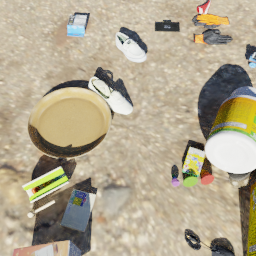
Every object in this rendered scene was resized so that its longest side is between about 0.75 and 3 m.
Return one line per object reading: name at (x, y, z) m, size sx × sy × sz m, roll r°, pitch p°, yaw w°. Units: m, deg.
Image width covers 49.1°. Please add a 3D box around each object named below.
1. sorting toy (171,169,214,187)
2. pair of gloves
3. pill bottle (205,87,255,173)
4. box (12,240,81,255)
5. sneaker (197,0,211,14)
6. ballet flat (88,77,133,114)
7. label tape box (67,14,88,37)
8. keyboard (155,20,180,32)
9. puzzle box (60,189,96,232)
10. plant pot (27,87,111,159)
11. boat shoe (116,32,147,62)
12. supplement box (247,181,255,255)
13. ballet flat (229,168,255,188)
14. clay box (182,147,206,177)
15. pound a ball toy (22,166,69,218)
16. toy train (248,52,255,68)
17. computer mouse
sorting toy at (2.011, 1.538, 8.898) m, size 1.363 × 0.473 × 0.470 m, roll -5°, pitch 41°, yaw -5°
pair of gloves at (3.749, -4.406, 12.479) m, size 1.700 × 0.236 × 1.908 m, roll 3°, pitch 60°, yaw 2°
pill bottle at (3.601, -0.085, 8.991) m, size 1.578 × 1.578 × 2.841 m, roll 23°, pitch 49°, yaw 13°
box at (-2.083, 3.646, 7.023) m, size 1.573 × 0.836 × 1.198 m, roll -13°, pitch 47°, yaw 8°
sneaker at (3.568, -5.736, 13.193) m, size 0.547 × 0.371 × 0.947 m, roll 18°, pitch 60°, yaw 9°
ballet flat at (-0.698, -1.225, 10.340) m, size 2.049 × 0.711 × 0.711 m, roll 36°, pitch 66°, yaw 19°
label tape box at (-2.278, -4.576, 12.507) m, size 0.773 × 0.357 × 1.079 m, roll 5°, pitch 58°, yaw 3°
keyboard at (1.769, -4.580, 12.640) m, size 1.136 × 0.146 × 0.682 m, roll 2°, pitch 66°, yaw 0°
puzzle box at (-1.476, 2.471, 8.448) m, size 0.754 × 0.144 × 1.134 m, roll 13°, pitch 60°, yaw 8°
plant pot at (-2.030, -0.179, 9.881) m, size 2.910 × 0.400 × 2.910 m, roll 0°, pitch 60°, yaw 0°
boat shoe at (0.026, -3.295, 11.386) m, size 0.672 × 0.610 × 1.826 m, roll -40°, pitch 55°, yaw -13°
supplement box at (4.246, 2.789, 7.424) m, size 1.571 × 1.581 × 2.887 m, roll 14°, pitch 61°, yaw 7°
ballet flat at (4.267, 1.175, 9.014) m, size 2.603 × 0.603 × 0.877 m, roll -29°, pitch 26°, yaw -21°
clay box at (2.142, 1.142, 9.158) m, size 0.560 × 0.232 × 0.975 m, roll 19°, pitch 60°, yaw 13°
pound a ball toy at (-2.515, 1.936, 8.593) m, size 1.483 × 0.630 × 0.967 m, roll -28°, pitch 89°, yaw -16°
toy train at (5.407, -2.648, 11.178) m, size 1.164 × 0.665 × 0.504 m, roll 27°, pitch 63°, yaw 15°
computer mouse at (2.305, 3.380, 7.850) m, size 1.503 × 0.256 × 0.440 m, roll 20°, pitch 62°, yaw 12°
